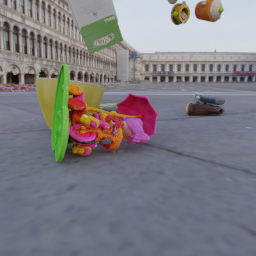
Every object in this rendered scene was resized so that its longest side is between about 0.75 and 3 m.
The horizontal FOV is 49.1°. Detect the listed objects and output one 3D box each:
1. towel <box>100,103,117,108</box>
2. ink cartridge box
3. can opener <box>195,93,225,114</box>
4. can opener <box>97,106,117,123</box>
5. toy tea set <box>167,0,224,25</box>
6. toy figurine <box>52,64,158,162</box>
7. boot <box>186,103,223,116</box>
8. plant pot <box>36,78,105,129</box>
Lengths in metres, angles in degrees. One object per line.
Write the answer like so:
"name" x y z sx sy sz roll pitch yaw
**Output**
"towel" -0.903 -0.964 13.156 1.308 0.322 1.762 7 12 43
"ink cartridge box" -1.024 -3.396 7.948 1.170 2.254 0.669 -24 43 -4
"can opener" 3.849 -1.164 12.988 0.969 0.773 2.900 -2 10 -9
"can opener" -0.630 -0.401 8.727 2.153 0.574 0.720 2 10 9
"toy tea set" 2.037 -3.806 8.296 2.481 1.475 0.918 -24 32 -31
"toy figurine" -0.328 -0.140 5.284 1.982 1.617 2.154 7 28 -19
"boot" 3.018 -0.738 11.059 1.163 0.506 1.399 4 6 34
"plant pot" -1.497 -0.544 7.162 1.722 1.223 1.722 6 3 0
